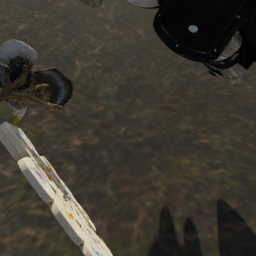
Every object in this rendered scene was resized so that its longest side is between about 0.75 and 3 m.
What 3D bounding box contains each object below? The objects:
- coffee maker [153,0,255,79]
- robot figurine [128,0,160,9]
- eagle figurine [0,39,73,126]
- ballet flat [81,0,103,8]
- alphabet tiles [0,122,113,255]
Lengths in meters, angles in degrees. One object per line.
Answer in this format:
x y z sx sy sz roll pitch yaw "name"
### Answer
2.381 -2.475 5.935 2.850 2.968 1.999 -33 76 29 "coffee maker"
0.678 -3.872 6.877 2.062 1.712 2.744 -24 13 26 "robot figurine"
-1.466 -0.554 4.053 1.082 1.434 1.088 -39 103 5 "eagle figurine"
-1.087 -2.906 5.616 1.326 0.499 0.450 35 97 8 "ballet flat"
-0.888 1.074 3.894 0.192 2.567 2.624 -36 94 -13 "alphabet tiles"
